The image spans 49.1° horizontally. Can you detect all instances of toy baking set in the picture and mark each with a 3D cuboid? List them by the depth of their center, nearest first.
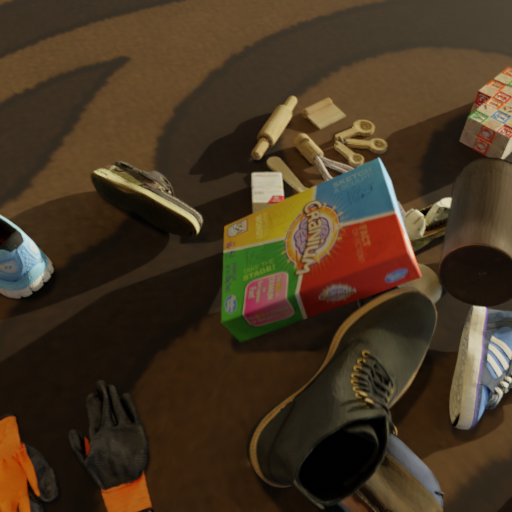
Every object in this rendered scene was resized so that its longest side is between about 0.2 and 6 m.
[{"bbox_3d":[1.201,-2.184,11.163,2.480,0.376,3.231,23,54,17],"label":"toy baking set"}]

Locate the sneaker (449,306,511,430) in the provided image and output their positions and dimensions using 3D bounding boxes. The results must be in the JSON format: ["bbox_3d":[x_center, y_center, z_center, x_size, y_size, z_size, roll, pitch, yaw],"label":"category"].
[{"bbox_3d":[3.585,1.645,7.767,1.468,0.808,2.005,16,53,12],"label":"sneaker"}]

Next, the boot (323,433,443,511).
[{"bbox_3d":[2.003,3.144,6.471,2.526,0.944,1.224,36,62,28],"label":"boot"}]

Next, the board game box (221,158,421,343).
[{"bbox_3d":[0.819,-0.108,8.399,2.795,0.564,2.138,-23,41,19],"label":"board game box"}]

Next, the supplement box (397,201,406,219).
[{"bbox_3d":[1.984,-0.445,9.070,0.294,0.526,0.967,36,92,33],"label":"supplement box"}]

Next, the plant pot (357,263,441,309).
[{"bbox_3d":[2.266,0.614,8.556,0.983,1.074,1.074,-29,56,-35],"label":"plant pot"}]

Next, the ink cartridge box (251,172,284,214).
[{"bbox_3d":[0.203,-1.159,10.362,0.575,0.327,0.789,-1,51,-1],"label":"ink cartridge box"}]

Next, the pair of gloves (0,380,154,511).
[{"bbox_3d":[-2.518,2.714,7.250,2.234,0.276,1.991,-17,53,-14],"label":"pair of gloves"}]

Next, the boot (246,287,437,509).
[{"bbox_3d":[1.391,1.538,6.455,1.237,2.209,3.194,43,74,0],"label":"boot"}]

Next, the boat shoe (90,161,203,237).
[{"bbox_3d":[-1.878,-1.130,9.979,2.437,0.892,0.790,28,61,21],"label":"boat shoe"}]

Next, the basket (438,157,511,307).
[{"bbox_3d":[3.491,-0.250,8.425,1.333,1.768,1.961,-8,31,35],"label":"basket"}]

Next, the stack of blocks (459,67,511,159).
[{"bbox_3d":[5.151,-2.972,11.633,1.254,0.638,2.178,37,60,26],"label":"stack of blocks"}]

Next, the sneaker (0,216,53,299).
[{"bbox_3d":[-4.664,-0.497,9.167,2.973,1.337,1.165,22,54,17],"label":"sneaker"}]

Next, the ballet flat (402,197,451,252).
[{"bbox_3d":[2.925,-0.582,9.677,2.041,0.721,0.721,-19,53,-15],"label":"ballet flat"}]
